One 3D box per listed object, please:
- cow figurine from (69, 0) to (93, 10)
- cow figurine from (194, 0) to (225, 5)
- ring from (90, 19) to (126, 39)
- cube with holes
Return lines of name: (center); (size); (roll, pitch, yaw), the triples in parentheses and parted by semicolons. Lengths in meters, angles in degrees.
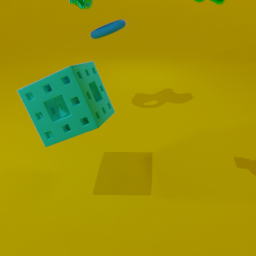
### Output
cow figurine: (-0.769, -3.940, 7.489); (1.721, 0.960, 1.749); (-30, 3, -35)
cow figurine: (0.992, -2.263, 4.210); (0.940, 0.516, 0.924); (-7, 51, -33)
ring: (-0.581, -2.882, 8.166); (1.096, 0.219, 1.096); (-19, 25, 9)
cube with holes: (-1.106, -0.492, 5.377); (1.134, 1.134, 1.134); (-20, 12, 18)
